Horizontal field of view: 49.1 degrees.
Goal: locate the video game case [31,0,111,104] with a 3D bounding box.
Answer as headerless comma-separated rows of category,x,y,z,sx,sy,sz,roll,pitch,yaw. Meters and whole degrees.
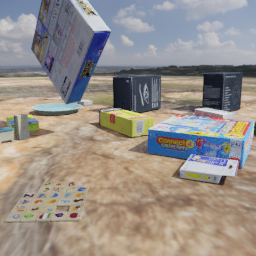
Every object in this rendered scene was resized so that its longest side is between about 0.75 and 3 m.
video game case,-1.851,-2.588,8.359,0.642,2.825,2.560,-19,66,-40

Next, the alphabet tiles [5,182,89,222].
alphabet tiles,-1.315,1.251,4.916,1.153,0.052,1.380,-1,13,-2

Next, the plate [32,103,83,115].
plate,-3.387,-0.905,13.510,2.384,0.305,2.384,1,13,0

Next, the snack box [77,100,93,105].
snack box,-2.469,-1.459,16.029,0.575,0.214,0.809,-10,17,-37

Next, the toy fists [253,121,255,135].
toy fists,4.523,0.020,9.119,0.342,0.507,0.994,-12,17,-43

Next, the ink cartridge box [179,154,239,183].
ink cartridge box,1.785,0.883,6.071,1.096,0.258,1.083,8,14,24

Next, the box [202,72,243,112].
box,4.645,-1.776,13.764,1.895,1.863,1.175,-11,17,-42

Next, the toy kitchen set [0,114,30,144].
toy kitchen set,-3.944,-0.015,8.659,1.072,0.788,1.338,12,17,42

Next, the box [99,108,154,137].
box,-0.142,-0.247,10.008,0.913,0.608,2.426,-8,15,-30

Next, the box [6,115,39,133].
box,-3.817,-0.152,10.154,0.925,0.361,1.516,-7,15,-29

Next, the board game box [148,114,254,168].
board game box,2.113,0.231,7.818,2.381,0.680,2.432,6,15,27

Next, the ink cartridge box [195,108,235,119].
ink cartridge box,3.403,-0.541,11.872,1.395,0.350,1.607,-6,15,-30

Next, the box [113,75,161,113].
box,0.478,-1.698,13.673,1.238,1.756,2.373,11,16,41
